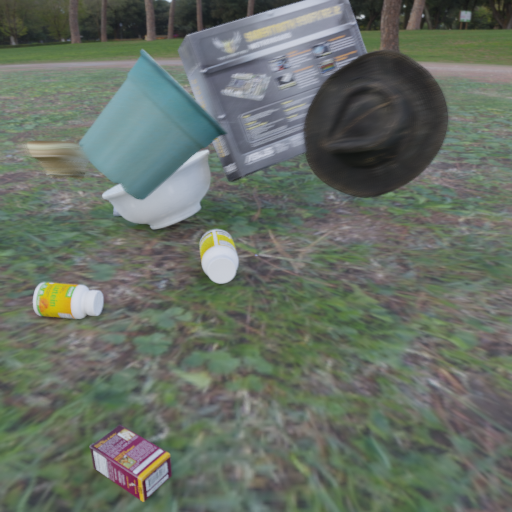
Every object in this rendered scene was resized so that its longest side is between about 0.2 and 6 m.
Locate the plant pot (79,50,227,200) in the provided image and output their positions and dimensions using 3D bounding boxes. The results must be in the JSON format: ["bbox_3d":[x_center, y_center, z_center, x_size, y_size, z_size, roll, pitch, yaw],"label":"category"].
[{"bbox_3d":[-1.603,-1.827,8.303,1.650,1.685,1.685,-45,30,5],"label":"plant pot"}]

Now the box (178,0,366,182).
[{"bbox_3d":[0.653,-3.667,12.095,3.823,3.027,0.924,-24,7,-17],"label":"box"}]

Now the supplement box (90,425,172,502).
[{"bbox_3d":[-1.354,2.220,6.053,0.795,0.340,0.439,17,30,32],"label":"supplement box"}]

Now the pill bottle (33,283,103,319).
[{"bbox_3d":[-3.013,0.729,9.033,0.978,0.543,0.543,4,25,7],"label":"pill bottle"}]

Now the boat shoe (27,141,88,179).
[{"bbox_3d":[-3.445,-1.676,9.932,0.689,0.620,1.909,3,4,1],"label":"boat shoe"}]

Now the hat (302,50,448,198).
[{"bbox_3d":[1.599,-1.930,8.437,2.344,2.344,0.945,13,18,27],"label":"hat"}]

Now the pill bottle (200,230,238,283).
[{"bbox_3d":[-0.692,0.023,10.413,0.672,0.672,1.194,-3,25,-7],"label":"pill bottle"}]

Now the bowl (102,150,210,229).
[{"bbox_3d":[-2.000,-1.342,12.390,2.528,1.136,2.528,-20,16,6],"label":"bowl"}]

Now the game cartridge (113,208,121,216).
[{"bbox_3d":[-3.191,-1.147,13.595,0.508,0.154,0.762,-8,26,-8],"label":"game cartridge"}]
